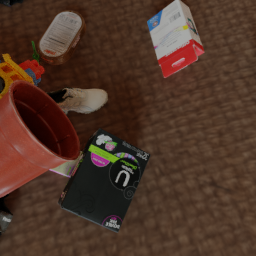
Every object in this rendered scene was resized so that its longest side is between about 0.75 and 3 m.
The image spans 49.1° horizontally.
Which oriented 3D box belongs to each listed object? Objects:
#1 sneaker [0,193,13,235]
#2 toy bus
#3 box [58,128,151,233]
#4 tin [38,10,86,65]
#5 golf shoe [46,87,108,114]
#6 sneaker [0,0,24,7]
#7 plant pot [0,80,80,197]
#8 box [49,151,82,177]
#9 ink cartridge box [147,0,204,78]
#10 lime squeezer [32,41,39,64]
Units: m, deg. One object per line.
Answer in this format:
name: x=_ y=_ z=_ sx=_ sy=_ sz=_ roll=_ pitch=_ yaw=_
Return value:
sneaker: x=-3.604 y=2.626 z=7.469 sx=1.006 sy=0.739 sz=2.224 roll=-8 pitch=70 yaw=1
toy bus: x=-3.753 y=-1.512 z=8.542 sx=2.216 sy=1.504 sz=2.127 roll=40 pitch=63 yaw=15
box: x=-0.653 y=1.357 z=7.385 sx=1.579 sy=1.321 sz=2.126 roll=28 pitch=74 yaw=-10
tin: x=-2.249 y=-3.123 z=9.540 sx=1.165 sy=0.436 sz=2.081 roll=22 pitch=73 yaw=11
golf shoe: x=-1.580 y=-0.887 z=8.516 sx=1.955 sy=0.950 sz=0.765 roll=-12 pitch=70 yaw=-6
sneaker: x=-4.450 y=-4.647 z=9.970 sx=1.445 sy=0.547 sz=0.633 roll=-13 pitch=78 yaw=-4
plant pot: x=-2.937 y=0.445 z=7.254 sx=2.371 sy=2.438 sz=2.438 roll=-35 pitch=74 yaw=11
box: x=-1.789 y=0.971 z=8.169 sx=0.894 sy=0.432 sz=0.786 roll=18 pitch=73 yaw=7
ink cartridge box: x=1.536 y=-2.729 z=8.888 sx=1.280 sy=0.741 sz=2.203 roll=-26 pitch=68 yaw=36
lime squeezer: x=-3.051 y=-2.218 z=9.256 sx=0.227 sy=0.426 sz=1.206 roll=0 pitch=102 yaw=-17
